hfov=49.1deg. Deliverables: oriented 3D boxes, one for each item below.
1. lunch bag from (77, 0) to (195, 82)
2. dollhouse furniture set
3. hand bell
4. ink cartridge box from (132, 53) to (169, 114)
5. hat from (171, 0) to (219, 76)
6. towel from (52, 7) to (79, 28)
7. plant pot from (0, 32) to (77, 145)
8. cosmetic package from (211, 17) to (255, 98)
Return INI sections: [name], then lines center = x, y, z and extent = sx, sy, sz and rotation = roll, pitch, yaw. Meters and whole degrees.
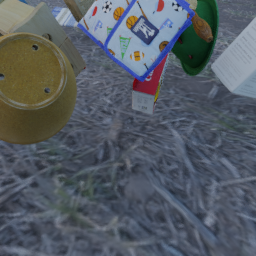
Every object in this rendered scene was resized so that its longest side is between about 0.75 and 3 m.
[lunch bag]
center = 0.146, -2.076, 5.554
extent = 1.926, 1.638, 1.193
rotation = 48, 19, 28
[dollhouse furniture set]
center = -1.767, -2.901, 7.376
extent = 2.012, 2.001, 2.855
rotation = 34, 77, 36
[hand bell]
center = 1.520, -2.643, 6.556
extent = 0.977, 0.977, 1.876
rotation = -10, 57, -15
[ink cartridge box]
center = 0.583, -1.302, 7.216
extent = 0.602, 1.260, 1.435
rotation = 15, 66, 9
[hat]
center = 1.016, -3.014, 8.318
extent = 2.522, 2.865, 2.373
rotation = -1, 31, -15
[towel]
center = -1.969, -3.758, 9.582
extent = 1.521, 0.181, 1.117
rotation = 9, 51, 8
[plant pot]
center = -1.787, -0.754, 4.865
extent = 2.138, 2.138, 2.294
rotation = -15, 3, -20
[cosmetic package]
center = 3.286, -1.908, 6.037
extent = 1.374, 2.703, 1.001
rotation = 3, 48, -41
